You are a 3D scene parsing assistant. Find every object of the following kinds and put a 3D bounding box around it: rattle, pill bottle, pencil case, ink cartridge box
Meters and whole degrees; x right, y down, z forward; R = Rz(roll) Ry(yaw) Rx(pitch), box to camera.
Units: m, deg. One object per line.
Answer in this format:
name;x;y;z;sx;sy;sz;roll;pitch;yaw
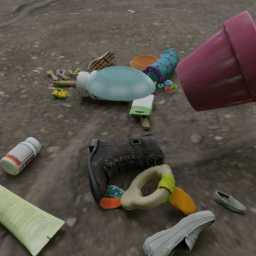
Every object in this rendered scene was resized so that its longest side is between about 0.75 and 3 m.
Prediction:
rattle;0.560;2.167;8.310;2.258;1.613;1.470;-33;41;13
pill bottle;-1.015;-1.921;12.688;2.399;1.314;1.314;5;38;7
pencil case;1.746;-3.160;14.503;1.117;1.028;2.417;31;45;13
pill bottle;-3.612;0.927;9.537;0.713;0.713;1.301;15;40;19
ink cartridge box;0.603;-0.858;12.007;0.824;0.470;1.587;7;39;9

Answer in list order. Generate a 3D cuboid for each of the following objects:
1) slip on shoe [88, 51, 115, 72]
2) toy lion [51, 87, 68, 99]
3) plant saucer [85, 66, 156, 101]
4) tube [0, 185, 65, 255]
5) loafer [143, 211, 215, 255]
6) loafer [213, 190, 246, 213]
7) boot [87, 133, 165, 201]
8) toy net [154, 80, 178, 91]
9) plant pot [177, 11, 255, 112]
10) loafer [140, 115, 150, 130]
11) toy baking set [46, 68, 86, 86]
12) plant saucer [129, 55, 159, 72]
slip on shoe;-1.485;-3.564;15.438;0.718;0.572;1.889;48;59;-10
toy lion;-3.212;-1.634;13.222;0.752;0.270;0.785;-3;37;-16
plant saucer;-0.217;-1.433;8.216;2.089;0.402;2.089;1;32;-1
tube;-3.199;2.356;7.808;2.857;0.829;0.742;23;-1;23
loafer;1.417;2.824;7.163;2.120;0.741;0.740;-24;48;-16
loafer;2.997;2.163;8.261;0.965;0.337;0.338;22;43;26
boot;-0.022;1.069;9.134;2.496;0.992;2.866;-3;36;-3
toy net;1.465;-1.889;13.476;1.774;0.343;0.931;-15;43;-15
plant pot;3.123;-1.816;9.083;2.549;2.848;2.848;-23;30;26
loafer;0.675;-0.252;11.384;0.326;0.290;0.859;-10;39;-13
toy baking set;-3.165;-2.623;14.485;2.267;0.264;1.740;-1;35;-1
plant saucer;1.022;-3.618;15.639;1.893;0.354;1.893;0;39;0
